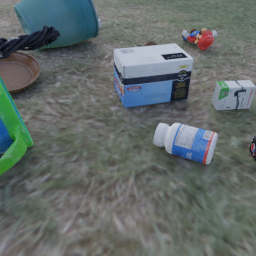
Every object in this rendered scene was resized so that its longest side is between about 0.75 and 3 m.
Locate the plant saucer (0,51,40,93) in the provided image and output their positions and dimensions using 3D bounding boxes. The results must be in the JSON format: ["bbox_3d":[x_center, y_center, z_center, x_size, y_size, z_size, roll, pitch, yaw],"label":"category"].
[{"bbox_3d":[-3.889,-1.742,9.002,2.086,0.382,2.086,5,47,-6],"label":"plant saucer"}]

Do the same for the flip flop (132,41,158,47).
[{"bbox_3d":[0.848,-3.322,11.369,1.610,0.463,0.653,27,44,32],"label":"flip flop"}]

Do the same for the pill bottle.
[{"bbox_3d":[1.263,0.296,6.233,1.280,0.718,0.718,16,39,22],"label":"pill bottle"}]

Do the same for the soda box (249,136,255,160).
[{"bbox_3d":[3.410,0.463,6.230,1.230,0.435,0.390,2,39,1],"label":"soda box"}]

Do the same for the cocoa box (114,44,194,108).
[{"bbox_3d":[0.681,-1.566,8.253,2.001,1.313,1.335,-9,37,-12],"label":"cocoa box"}]

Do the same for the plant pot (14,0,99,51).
[{"bbox_3d":[-2.976,-4.511,11.321,2.582,2.748,2.748,-30,44,-16],"label":"plant pot"}]

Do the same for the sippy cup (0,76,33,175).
[{"bbox_3d":[-3.350,-0.117,5.918,1.943,2.082,2.652,-27,21,-17],"label":"sippy cup"}]

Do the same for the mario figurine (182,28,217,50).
[{"bbox_3d":[3.007,-3.983,11.830,1.086,0.933,1.760,-42,34,3],"label":"mario figurine"}]

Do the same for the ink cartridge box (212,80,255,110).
[{"bbox_3d":[2.960,-0.923,7.871,1.005,0.736,0.417,-4,37,-5],"label":"ink cartridge box"}]

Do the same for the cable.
[{"bbox_3d":[-2.217,-1.968,6.226,1.424,0.443,1.745,-16,16,14],"label":"cable"}]

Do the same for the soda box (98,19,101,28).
[{"bbox_3d":[-1.894,-5.323,14.186,1.057,0.360,0.337,15,39,19],"label":"soda box"}]
